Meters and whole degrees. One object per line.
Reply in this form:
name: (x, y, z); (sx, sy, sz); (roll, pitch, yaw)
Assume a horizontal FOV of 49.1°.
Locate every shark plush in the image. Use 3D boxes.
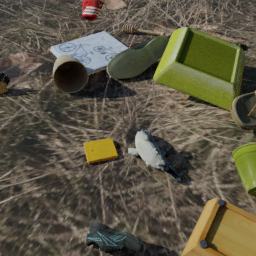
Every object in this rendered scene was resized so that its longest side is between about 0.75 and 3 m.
shark plush: (0.830, 0.651, 7.538); (0.785, 0.856, 1.884); (0, 28, -47)

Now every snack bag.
snack bag: (-1.433, -3.162, 11.714); (2.848, 0.305, 2.685); (-27, 51, -25)

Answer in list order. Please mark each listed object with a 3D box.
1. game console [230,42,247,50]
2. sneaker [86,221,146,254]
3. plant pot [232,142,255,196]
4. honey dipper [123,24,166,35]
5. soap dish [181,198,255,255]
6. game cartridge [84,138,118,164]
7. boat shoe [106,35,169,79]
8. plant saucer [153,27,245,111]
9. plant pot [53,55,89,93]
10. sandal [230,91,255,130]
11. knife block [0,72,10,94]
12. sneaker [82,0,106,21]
game console: (4.797, -3.616, 12.336); (0.764, 0.092, 0.451); (24, 49, 24)
sneaker: (-0.278, 2.401, 5.857); (1.308, 0.493, 0.519); (11, 55, 22)
plant pot: (3.192, 1.071, 6.865); (1.084, 1.084, 1.043); (3, 56, 3)
honey dipper: (0.768, -4.536, 13.134); (2.008, 0.381, 0.381); (11, 45, 8)
soap dish: (2.262, 2.391, 5.557); (1.950, 0.792, 1.534); (25, 49, 22)
game cartridge: (-0.775, 0.632, 7.888); (0.838, 0.136, 0.739); (-10, 44, -13)
boat shoe: (0.351, -2.697, 10.855); (2.843, 1.040, 0.891); (-33, 18, -18)
plant saucer: (2.720, -2.323, 9.778); (2.976, 0.713, 2.972); (22, 56, 3)
plant pot: (-2.163, -2.097, 10.013); (1.208, 1.208, 1.290); (-15, 41, -15)
sandal: (4.372, -0.816, 8.728); (2.875, 0.776, 1.155); (-18, 66, -21)
knife block: (-4.495, -1.551, 9.744); (0.790, 0.694, 0.253); (-28, 49, -26)
sneaker: (-0.923, -2.764, 6.026); (0.464, 0.685, 1.185); (9, 35, -39)
